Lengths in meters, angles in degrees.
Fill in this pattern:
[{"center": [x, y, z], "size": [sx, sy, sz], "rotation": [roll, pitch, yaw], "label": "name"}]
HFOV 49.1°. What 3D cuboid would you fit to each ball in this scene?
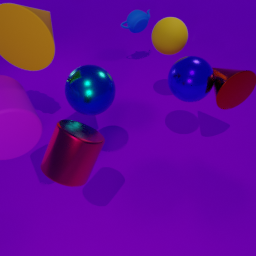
[{"center": [1.215, -2.672, 8.168], "size": [1.048, 1.048, 1.048], "rotation": [0, 41, 0], "label": "ball"}, {"center": [-0.793, -0.796, 5.917], "size": [1.068, 1.068, 1.068], "rotation": [0, 41, 0], "label": "ball"}, {"center": [1.531, -1.188, 6.842], "size": [1.115, 1.115, 1.115], "rotation": [0, 41, 0], "label": "ball"}]

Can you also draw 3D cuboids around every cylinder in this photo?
[{"center": [-2.332, -0.203, 5.203], "size": [1.163, 1.163, 1.163], "rotation": [-21, 49, -22], "label": "cylinder"}, {"center": [-0.900, 0.397, 4.570], "size": [0.818, 0.818, 0.818], "rotation": [23, 14, -6], "label": "cylinder"}]

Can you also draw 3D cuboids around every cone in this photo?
[{"center": [-1.859, -2.085, 5.670], "size": [1.329, 1.329, 1.334], "rotation": [8, 45, 9], "label": "cone"}, {"center": [2.365, -1.229, 6.983], "size": [1.107, 1.107, 1.111], "rotation": [-15, 47, -17], "label": "cone"}]

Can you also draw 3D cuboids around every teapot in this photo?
[{"center": [0.374, -4.227, 10.950], "size": [1.438, 0.894, 0.704], "rotation": [-28, 69, -13], "label": "teapot"}]
